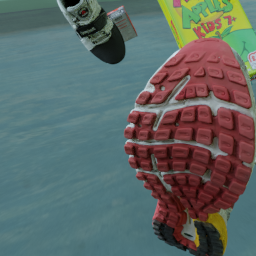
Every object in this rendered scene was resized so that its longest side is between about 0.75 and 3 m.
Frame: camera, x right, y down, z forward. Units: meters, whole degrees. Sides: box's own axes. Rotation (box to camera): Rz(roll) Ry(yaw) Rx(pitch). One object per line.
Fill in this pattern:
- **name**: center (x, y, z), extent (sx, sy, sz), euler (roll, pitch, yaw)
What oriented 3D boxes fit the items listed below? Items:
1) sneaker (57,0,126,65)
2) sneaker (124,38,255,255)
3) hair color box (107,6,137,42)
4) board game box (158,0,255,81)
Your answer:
- **sneaker**: center (-0.969, -2.505, 6.440), extent (0.977, 2.637, 1.167), euler (-30, 24, 15)
- **sneaker**: center (0.664, 0.293, 2.788), extent (1.009, 2.591, 1.065), euler (15, 51, 22)
- **hair color box**: center (-0.163, -3.398, 9.262), extent (0.585, 1.153, 0.353), euler (-22, 63, 12)
- **board game box**: center (1.351, -1.681, 4.709), extent (1.089, 0.510, 2.143), euler (-22, 79, 6)
